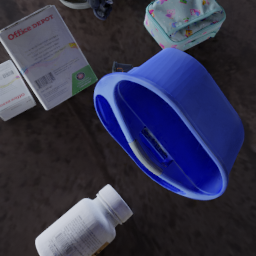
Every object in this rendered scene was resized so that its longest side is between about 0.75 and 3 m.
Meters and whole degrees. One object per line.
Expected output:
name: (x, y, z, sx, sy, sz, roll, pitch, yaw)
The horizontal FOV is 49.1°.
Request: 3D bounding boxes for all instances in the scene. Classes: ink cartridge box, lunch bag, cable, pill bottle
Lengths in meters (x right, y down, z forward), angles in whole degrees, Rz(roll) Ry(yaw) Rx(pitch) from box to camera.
ink cartridge box: (-2.084, -1.809, 7.424, 1.591, 0.958, 2.190, -33, 106, -11)
lunch bag: (1.773, -3.329, 8.534, 2.211, 0.852, 1.773, -30, 73, -11)
cable: (-0.657, -3.453, 5.633, 0.597, 1.918, 2.351, -4, 48, -6)
pill bottle: (-0.923, 2.264, 6.303, 2.004, 1.146, 1.146, -39, 74, -13)
ink cartridge box: (-3.366, -1.037, 7.824, 1.001, 0.586, 1.385, -30, 71, -10)

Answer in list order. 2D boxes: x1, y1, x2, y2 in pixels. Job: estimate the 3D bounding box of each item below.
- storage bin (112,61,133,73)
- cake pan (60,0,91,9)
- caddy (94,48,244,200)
storage bin: (-0.126, -1.495, 8.044, 0.549, 0.595, 0.817, -3, 69, -12)
cake pan: (-1.579, -4.701, 9.308, 1.882, 0.345, 1.882, 0, 69, 0)
caddy: (0.609, 0.066, 4.615, 2.659, 1.880, 1.396, 50, 58, -14)
